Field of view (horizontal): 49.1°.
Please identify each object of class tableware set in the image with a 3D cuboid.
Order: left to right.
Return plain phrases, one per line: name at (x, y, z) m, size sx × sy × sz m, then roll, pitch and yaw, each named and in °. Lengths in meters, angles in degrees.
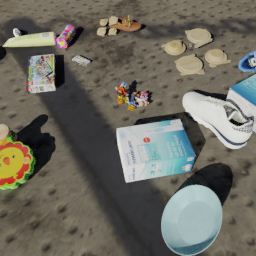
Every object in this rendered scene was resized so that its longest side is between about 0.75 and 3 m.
tableware set at (-1.011, -5.059, 13.945) m, size 0.986 × 0.137 × 1.180 m, roll 4°, pitch 74°, yaw 14°
tableware set at (3.000, -3.462, 12.649) m, size 2.436 × 0.338 × 2.916 m, roll -19°, pitch 55°, yaw -8°

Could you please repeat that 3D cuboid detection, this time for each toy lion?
toy lion at (-3.966, 1.038, 8.555) m, size 2.075 × 0.712 × 1.989 m, roll -28°, pitch 67°, yaw -9°

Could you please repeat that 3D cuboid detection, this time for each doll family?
doll family at (0.085, -1.070, 10.563) m, size 1.374 × 0.619 × 0.853 m, roll 25°, pitch 44°, yaw -2°

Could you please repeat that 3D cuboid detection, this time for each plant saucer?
plant saucer at (1.665, 2.359, 7.173) m, size 1.811 × 0.349 × 1.811 m, roll -33°, pitch 37°, yaw 29°

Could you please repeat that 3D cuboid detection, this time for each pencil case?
pencil case at (-2.955, -4.350, 13.318) m, size 0.600 × 0.600 × 1.358 m, roll 11°, pitch 48°, yaw 10°

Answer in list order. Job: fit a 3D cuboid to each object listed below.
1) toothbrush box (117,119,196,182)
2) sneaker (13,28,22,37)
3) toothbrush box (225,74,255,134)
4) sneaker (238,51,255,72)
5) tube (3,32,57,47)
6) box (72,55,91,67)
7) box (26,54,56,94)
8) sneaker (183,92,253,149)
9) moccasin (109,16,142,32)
toothbrush box at (0.800, 0.675, 8.738) m, size 2.104 × 0.897 × 1.540 m, roll -9°, pitch 49°, yaw -5°
sneaker at (-5.436, -4.699, 13.746) m, size 0.358 × 0.377 × 0.936 m, roll -23°, pitch 51°, yaw -16°
toothbrush box at (5.027, -1.036, 10.106) m, size 2.471 × 1.054 × 1.809 m, roll -29°, pitch 55°, yaw -23°
sneaker at (5.412, -2.738, 10.911) m, size 1.053 × 2.559 × 0.946 m, roll -20°, pitch 90°, yaw -18°
tube at (-4.567, -4.099, 13.148) m, size 2.376 × 0.689 × 0.617 m, roll -5°, pitch 86°, yaw -1°
box at (-2.062, -2.960, 12.393) m, size 0.760 × 0.132 × 0.418 m, roll 29°, pitch 55°, yaw 23°
box at (-3.592, -2.291, 11.664) m, size 1.125 × 0.355 × 2.044 m, roll -8°, pitch 50°, yaw -7°
sneaker at (3.065, -0.574, 9.677) m, size 1.080 × 1.138 × 2.827 m, roll -32°, pitch 55°, yaw -22°
moccasin at (-0.144, -5.297, 14.070) m, size 1.697 × 0.655 × 0.621 m, roll 19°, pitch 52°, yaw 16°
